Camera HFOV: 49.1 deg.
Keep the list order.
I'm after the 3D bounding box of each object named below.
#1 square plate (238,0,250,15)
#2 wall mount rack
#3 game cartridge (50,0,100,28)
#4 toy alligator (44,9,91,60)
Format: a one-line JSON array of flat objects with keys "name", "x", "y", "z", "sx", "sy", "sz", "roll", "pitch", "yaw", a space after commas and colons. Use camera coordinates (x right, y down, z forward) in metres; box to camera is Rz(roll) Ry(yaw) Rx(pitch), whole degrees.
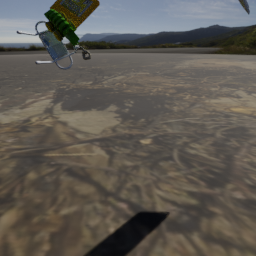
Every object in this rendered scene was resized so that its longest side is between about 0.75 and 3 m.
[{"name": "square plate", "x": 2.944, "y": -3.461, "z": 7.340, "sx": 0.112, "sy": 0.790, "sz": 0.782, "roll": -30, "pitch": -37, "yaw": 25}, {"name": "wall mount rack", "x": -2.257, "y": -2.390, "z": 7.931, "sx": 1.419, "sy": 1.633, "sz": 0.609, "roll": -32, "pitch": 1, "yaw": -27}, {"name": "game cartridge", "x": -1.767, "y": -4.012, "z": 9.250, "sx": 1.142, "sy": 1.296, "sz": 0.210, "roll": 36, "pitch": -16, "yaw": 6}, {"name": "toy alligator", "x": -1.686, "y": -2.651, "z": 7.590, "sx": 0.591, "sy": 1.992, "sz": 0.541, "roll": -41, "pitch": -15, "yaw": -10}]
